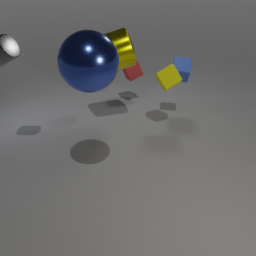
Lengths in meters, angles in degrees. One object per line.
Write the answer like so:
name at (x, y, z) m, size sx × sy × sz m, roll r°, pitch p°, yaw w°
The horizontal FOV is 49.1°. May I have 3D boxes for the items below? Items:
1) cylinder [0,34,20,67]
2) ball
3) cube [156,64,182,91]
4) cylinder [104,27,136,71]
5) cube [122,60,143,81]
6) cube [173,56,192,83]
cylinder at (-3.530, -2.152, 7.824) m, size 0.700 × 0.700 × 0.700 m, roll -19°, pitch 21°, yaw 25°
ball at (-0.898, -1.510, 6.409) m, size 1.400 × 1.400 × 1.400 m, roll 0°, pitch 29°, yaw 0°
cube at (1.508, -1.859, 10.407) m, size 0.700 × 0.700 × 0.700 m, roll -31°, pitch 0°, yaw 4°
cylinder at (-0.564, -2.788, 10.310) m, size 1.400 × 1.400 × 1.400 m, roll -19°, pitch 30°, yaw -1°
cube at (0.185, -2.679, 12.939) m, size 0.700 × 0.700 × 0.700 m, roll -30°, pitch 28°, yaw -6°
cube at (2.127, -2.347, 11.237) m, size 0.700 × 0.700 × 0.700 m, roll 10°, pitch 66°, yaw 5°
